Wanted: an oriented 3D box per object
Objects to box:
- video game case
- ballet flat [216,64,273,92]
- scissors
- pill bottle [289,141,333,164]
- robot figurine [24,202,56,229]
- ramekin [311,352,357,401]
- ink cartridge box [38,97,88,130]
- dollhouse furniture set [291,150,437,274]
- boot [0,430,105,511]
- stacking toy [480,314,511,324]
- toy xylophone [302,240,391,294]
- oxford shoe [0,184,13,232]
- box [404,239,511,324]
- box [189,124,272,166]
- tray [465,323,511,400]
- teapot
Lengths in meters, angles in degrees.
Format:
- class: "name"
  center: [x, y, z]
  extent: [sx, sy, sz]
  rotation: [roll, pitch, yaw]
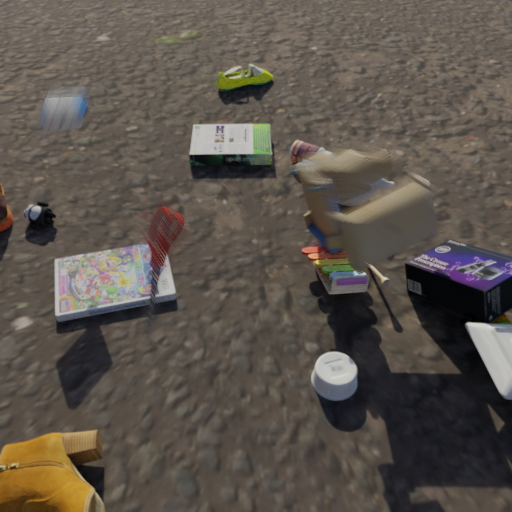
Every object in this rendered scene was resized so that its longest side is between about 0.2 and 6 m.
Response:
- class: "video game case"
  center: [-2.853, 0.456, 11.238]
  extent: [2.266, 0.204, 1.623]
  rotation: [-10, 44, -11]
- class: "ballet flat"
  center: [-0.337, -5.593, 17.379]
  extent: [1.906, 0.639, 0.637]
  rotation: [-17, 44, -17]
- class: "scissors"
  center: [-1.562, 0.192, 8.618]
  extent: [0.717, 0.137, 1.961]
  rotation: [8, 81, 41]
- class: "pill bottle"
  center: [1.396, -2.505, 14.131]
  extent: [1.003, 0.573, 0.573]
  rotation: [23, 48, 23]
- class: "robot figurine"
  center: [-4.846, -0.907, 12.528]
  extent: [0.683, 0.426, 0.513]
  rotation: [12, 36, 13]
- class: "ramekin"
  center: [1.335, 2.006, 9.451]
  extent: [0.784, 0.382, 0.784]
  rotation: [0, 44, 0]
- class: "ink cartridge box"
  center: [-3.898, -2.880, 11.301]
  extent: [0.798, 0.579, 0.334]
  rotation: [-18, 68, -44]
- class: "dollhouse furniture set"
  center: [1.839, -1.355, 10.619]
  extent: [1.671, 2.417, 2.560]
  rotation: [-27, 35, -8]
- class: "boot"
  center: [-2.935, 3.452, 7.751]
  extent: [1.536, 0.755, 2.146]
  rotation: [-13, 40, -5]
- class: "stacking toy"
  center: [4.328, 1.363, 9.959]
  extent: [0.736, 0.736, 1.723]
  rotation: [-3, 39, -3]
- class: "toy xylophone"
  center: [1.778, 0.208, 11.021]
  extent: [1.411, 0.484, 1.927]
  rotation: [-7, 25, -14]
- class: "oxford shoe"
  center: [-6.327, -1.605, 12.888]
  extent: [0.929, 0.947, 2.611]
  rotation: [-28, 50, -27]
- class: "box"
  center: [3.929, 0.420, 10.454]
  extent: [1.317, 0.736, 1.866]
  rotation: [-22, 25, -25]
- class: "box"
  center: [-0.657, -2.937, 14.753]
  extent: [2.110, 0.383, 1.523]
  rotation: [-1, 43, 1]
- class: "tray"
  center: [4.879, 1.666, 9.266]
  extent: [2.690, 0.298, 1.444]
  rotation: [5, 47, -20]
- class: "teapot"
  center: [2.281, -1.742, 13.062]
  extent: [0.958, 1.295, 1.312]
  rotation: [2, 51, -56]
